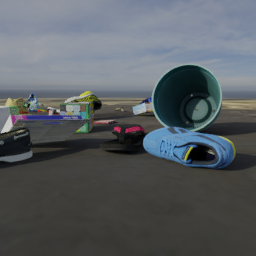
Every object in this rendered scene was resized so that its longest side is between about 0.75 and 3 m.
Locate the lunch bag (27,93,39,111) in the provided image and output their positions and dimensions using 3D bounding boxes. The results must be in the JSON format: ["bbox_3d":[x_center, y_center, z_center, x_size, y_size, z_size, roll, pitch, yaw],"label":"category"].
[{"bbox_3d":[-6.005,-1.644,17.730,0.721,1.132,0.962,-2,9,-16],"label":"lunch bag"}]

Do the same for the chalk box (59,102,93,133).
[{"bbox_3d":[-1.642,-0.337,8.916,0.929,0.923,1.489,1,9,1],"label":"chalk box"}]

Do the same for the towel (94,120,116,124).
[{"bbox_3d":[-0.917,-0.241,11.261,0.631,0.100,0.877,0,6,17],"label":"towel"}]

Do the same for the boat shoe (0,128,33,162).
[{"bbox_3d":[-2.583,0.363,4.896,0.738,0.589,1.952,5,9,30],"label":"boat shoe"}]

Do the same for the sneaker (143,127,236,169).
[{"bbox_3d":[0.920,0.332,5.007,1.854,0.611,0.727,7,8,41],"label":"sneaker"}]

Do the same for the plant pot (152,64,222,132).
[{"bbox_3d":[1.985,-0.733,8.763,2.002,2.002,1.881,3,-6,24],"label":"plant pot"}]

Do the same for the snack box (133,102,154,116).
[{"bbox_3d":[1.195,-0.979,14.336,1.489,0.504,1.256,-6,-3,-28],"label":"snack box"}]

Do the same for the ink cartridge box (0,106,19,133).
[{"bbox_3d":[-4.225,-0.156,7.731,1.476,0.852,2.028,2,8,11],"label":"ink cartridge box"}]

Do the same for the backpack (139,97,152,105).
[{"bbox_3d":[1.085,-1.222,15.975,0.964,0.809,0.783,-33,-11,25],"label":"backpack"}]

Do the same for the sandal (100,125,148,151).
[{"bbox_3d":[0.034,0.154,6.642,0.893,0.536,2.378,3,8,21],"label":"sandal"}]

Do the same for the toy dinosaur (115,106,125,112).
[{"bbox_3d":[-0.545,-1.188,17.346,0.896,0.345,0.458,7,4,28],"label":"toy dinosaur"}]

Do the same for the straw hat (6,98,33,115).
[{"bbox_3d":[-5.093,-0.886,12.753,2.312,0.978,2.312,1,7,0],"label":"straw hat"}]

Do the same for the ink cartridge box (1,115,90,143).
[{"bbox_3d":[-1.874,-0.036,6.247,1.562,0.345,1.591,-2,-20,-36],"label":"ink cartridge box"}]

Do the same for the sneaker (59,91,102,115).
[{"bbox_3d":[-1.995,-0.892,12.170,0.977,0.860,2.310,32,45,17],"label":"sneaker"}]

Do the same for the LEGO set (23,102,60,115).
[{"bbox_3d":[-3.536,-0.685,12.942,1.823,0.599,2.441,16,2,33],"label":"LEGO set"}]
